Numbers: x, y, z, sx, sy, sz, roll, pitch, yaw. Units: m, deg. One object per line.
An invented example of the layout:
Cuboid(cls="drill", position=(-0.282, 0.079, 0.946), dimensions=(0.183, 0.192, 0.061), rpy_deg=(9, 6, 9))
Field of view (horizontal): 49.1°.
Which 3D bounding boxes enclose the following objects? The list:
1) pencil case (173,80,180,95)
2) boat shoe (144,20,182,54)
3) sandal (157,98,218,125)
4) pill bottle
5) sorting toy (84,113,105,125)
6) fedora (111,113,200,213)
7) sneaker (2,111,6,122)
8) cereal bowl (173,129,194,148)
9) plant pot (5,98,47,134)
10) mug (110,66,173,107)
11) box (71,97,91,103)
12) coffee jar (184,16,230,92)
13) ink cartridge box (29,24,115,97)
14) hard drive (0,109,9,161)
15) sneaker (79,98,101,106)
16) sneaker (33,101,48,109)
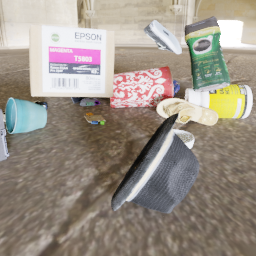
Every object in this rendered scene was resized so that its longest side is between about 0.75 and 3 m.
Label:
Cuboid(cls="pencil case", position=(2.347, -2.128, 15.461), dimensions=(0.812, 0.730, 1.870), rpy_deg=(-28, 8, 30))
Cuboid(cls="boat shoe", position=(1.166, -2.912, 9.367), dimensions=(0.548, 0.592, 1.604), rpy_deg=(-24, -33, 38))
Cuboid(cls="sandal", position=(2.300, -0.606, 11.338), dimensions=(2.573, 0.944, 0.846), rpy_deg=(14, 18, 20))
Cuboid(cls="pill bottle", position=(3.808, -1.153, 12.053), dimensions=(2.563, 1.441, 1.441), rpy_deg=(1, 21, 1))
Cuboid(cls="sorting toy", position=(-1.401, -0.354, 11.754), dimensions=(0.768, 0.186, 1.365), rpy_deg=(-3, 21, -20))
Cuboid(cls="fedora", position=(0.787, 0.974, 6.303), dimensions=(1.248, 2.734, 2.734), rpy_deg=(35, 27, 2))
Cuboid(cls="sneaker", position=(-5.228, -0.508, 11.872), dimensions=(0.856, 0.375, 0.324), rpy_deg=(11, 22, 23))
Cuboid(cls="cereal bowl", position=(1.533, 0.487, 9.130), dimensions=(1.216, 0.506, 1.216), rpy_deg=(-1, 22, 0))
Cuboid(cls="plant pot", position=(-3.816, -0.441, 10.619), dimensions=(1.242, 1.322, 1.322), rpy_deg=(1, 17, -38))
Cuboid(cls="mug", position=(0.562, -1.704, 13.701), dimensions=(2.894, 2.569, 1.931), rpy_deg=(-5, 58, -3))
Cuboid(cls="box", position=(-2.136, -2.675, 15.040), dimensions=(2.428, 1.505, 2.387), rpy_deg=(-21, 27, -6))
Cuboid(cls="coffee jar", position=(2.981, -2.778, 10.673), dimensions=(1.384, 2.654, 1.132), rpy_deg=(-10, -4, 26))
Cuboid(cls="ink cartridge box", position=(-1.917, -2.244, 9.672), dimensions=(2.808, 2.313, 1.055), rpy_deg=(-2, 13, -17))
Cuboid(cls="hard drive", position=(-4.674, 0.000, 8.868), dimensions=(2.318, 1.619, 0.438), rpy_deg=(16, 26, 33))
Cuboid(cls="sneaker", position=(-1.861, -1.250, 13.793), dimensions=(1.031, 0.384, 0.451), rpy_deg=(-15, 31, -34))
Cuboid(cls="sneaker", position=(-4.181, -1.009, 13.018), dimensions=(0.710, 0.464, 1.269), rpy_deg=(5, 21, 14))
